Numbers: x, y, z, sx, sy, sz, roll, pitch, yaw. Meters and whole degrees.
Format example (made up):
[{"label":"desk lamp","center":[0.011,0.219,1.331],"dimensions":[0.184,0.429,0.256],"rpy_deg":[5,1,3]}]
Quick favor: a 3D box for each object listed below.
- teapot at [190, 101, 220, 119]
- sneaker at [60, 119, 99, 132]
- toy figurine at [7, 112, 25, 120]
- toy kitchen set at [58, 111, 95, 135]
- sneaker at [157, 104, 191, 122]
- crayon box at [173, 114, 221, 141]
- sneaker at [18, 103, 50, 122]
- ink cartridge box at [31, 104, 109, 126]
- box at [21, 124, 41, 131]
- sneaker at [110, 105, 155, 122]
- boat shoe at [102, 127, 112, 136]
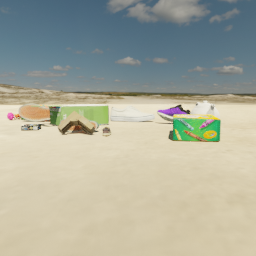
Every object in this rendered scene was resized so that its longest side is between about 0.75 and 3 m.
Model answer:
[{"label":"teapot","center":[3.353,-0.668,12.300],"dimensions":[1.431,1.045,1.412],"rpy_deg":[4,7,37]},{"label":"sneaker","center":[-1.674,-0.075,9.783],"dimensions":[1.342,0.479,0.536],"rpy_deg":[5,1,6]},{"label":"toy figurine","center":[-5.989,-0.651,14.836],"dimensions":[0.831,0.678,0.903],"rpy_deg":[-16,-8,-35]},{"label":"toy kitchen set","center":[-1.614,0.103,8.993],"dimensions":[0.876,0.790,0.715],"rpy_deg":[35,-24,17]},{"label":"sneaker","center":[2.085,-0.695,12.483],"dimensions":[1.613,0.802,0.561],"rpy_deg":[18,-16,37]},{"label":"crayon box","center":[2.013,-0.054,8.517],"dimensions":[1.271,0.623,2.140],"rpy_deg":[1,6,10]},{"label":"sneaker","center":[-4.142,-0.729,14.163],"dimensions":[2.549,0.910,1.018],"rpy_deg":[3,-2,-1]},{"label":"ink cartridge box","center":[-2.457,-0.559,12.023],"dimensions":[2.955,0.876,1.534],"rpy_deg":[-4,7,-32]},{"label":"box","center":[-3.599,-0.030,10.447],"dimensions":[0.598,0.173,0.753],"rpy_deg":[-1,6,-7]},{"label":"sneaker","center":[0.194,-0.731,13.965],"dimensions":[2.272,0.804,0.830],"rpy_deg":[1,6,9]},{"label":"boat shoe","center":[-0.680,0.089,8.940],"dimensions":[0.292,0.263,0.813],"rpy_deg":[0,6,2]}]
